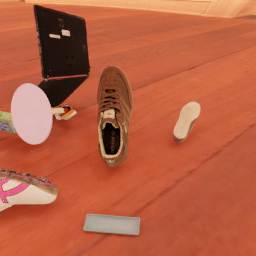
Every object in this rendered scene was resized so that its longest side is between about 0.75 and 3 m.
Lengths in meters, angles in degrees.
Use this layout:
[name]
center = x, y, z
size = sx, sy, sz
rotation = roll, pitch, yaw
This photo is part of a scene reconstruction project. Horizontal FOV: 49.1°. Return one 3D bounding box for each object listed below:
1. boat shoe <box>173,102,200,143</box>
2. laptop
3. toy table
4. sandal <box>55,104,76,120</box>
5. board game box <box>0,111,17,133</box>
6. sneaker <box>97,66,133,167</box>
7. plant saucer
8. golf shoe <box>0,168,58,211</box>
[boat shoe]
center = 1.657, -0.171, 7.983
size = 0.494, 0.409, 1.374
rotation = 23, 59, 15
[laptop]
center = -2.300, -1.866, 8.261
size = 1.439, 2.787, 2.470
rotation = 1, 13, 20
[toy table]
center = -2.097, -0.298, 6.313
size = 1.194, 1.298, 0.760
rotation = 1, 0, -4
[sandal]
center = -1.971, -0.541, 8.711
size = 0.523, 0.391, 1.366
rotation = -38, 19, -22
[board game box]
center = -2.985, -0.099, 7.581
size = 1.550, 1.043, 0.226
rotation = 10, 68, -11
[sneaker]
center = -0.313, -0.364, 6.771
size = 0.907, 2.575, 0.973
rotation = -4, -7, 2
[plant saucer]
center = -0.302, 1.856, 5.356
size = 1.049, 0.099, 0.367
rotation = 4, 37, 4
[golf shoe]
center = -2.696, 1.354, 5.605
size = 2.522, 1.161, 0.916
rotation = 8, -12, -4
